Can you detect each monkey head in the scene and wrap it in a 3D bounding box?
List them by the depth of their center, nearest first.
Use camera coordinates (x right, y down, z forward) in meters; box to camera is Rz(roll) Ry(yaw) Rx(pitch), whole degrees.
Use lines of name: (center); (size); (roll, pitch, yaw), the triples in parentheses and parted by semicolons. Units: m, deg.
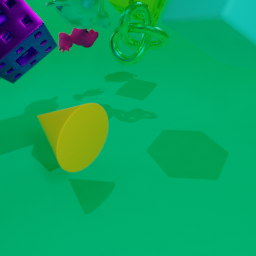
monkey head: (-0.699, -2.367, 5.093); (1.237, 1.036, 1.719); (3, 7, 28)

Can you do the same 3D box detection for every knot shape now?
knot shape: (0.285, -1.886, 5.828); (1.190, 1.272, 0.588); (8, 43, -17)

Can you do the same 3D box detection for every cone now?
cone: (-0.881, -0.017, 3.632); (0.895, 0.892, 0.892); (22, 37, 29)

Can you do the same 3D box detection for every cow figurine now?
cow figurine: (-1.373, -2.377, 7.585); (0.988, 0.972, 0.542); (21, 15, -48)

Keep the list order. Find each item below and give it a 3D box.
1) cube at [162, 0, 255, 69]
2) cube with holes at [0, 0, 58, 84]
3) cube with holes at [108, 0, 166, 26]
cube: (1.415, -1.525, 3.272); (1.260, 1.260, 1.260); (23, 8, -26)
cube with holes: (-1.681, -1.308, 3.819); (0.900, 0.900, 0.900); (-42, 1, -3)
cube with holes: (0.323, -3.314, 6.923); (1.062, 1.062, 1.062); (24, 12, 9)
